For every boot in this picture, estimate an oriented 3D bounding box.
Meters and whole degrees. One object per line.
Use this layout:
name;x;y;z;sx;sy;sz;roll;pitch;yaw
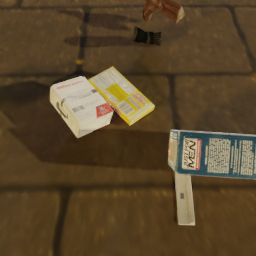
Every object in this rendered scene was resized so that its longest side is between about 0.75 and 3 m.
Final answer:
boot;1.174;-3.763;9.275;1.422;1.325;0.457;33;73;12
boot;0.639;-2.882;8.834;0.908;0.457;1.214;11;14;8

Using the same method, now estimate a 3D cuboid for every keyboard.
keyboard;1.276;1.543;6.339;0.360;0.068;1.281;-1;54;6

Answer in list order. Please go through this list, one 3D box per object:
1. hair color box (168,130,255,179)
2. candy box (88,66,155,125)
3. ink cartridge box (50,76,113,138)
hair color box;2.423;0.566;6.034;2.952;1.476;0.893;4;90;2
candy box;-0.205;-0.929;7.775;0.922;0.238;1.804;-33;68;-29
ink cartridge box;-1.230;-0.579;7.290;1.038;0.586;1.414;-25;63;-32
